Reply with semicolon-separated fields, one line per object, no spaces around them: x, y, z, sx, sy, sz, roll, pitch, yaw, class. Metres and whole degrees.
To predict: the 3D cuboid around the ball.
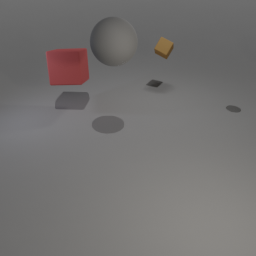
-0.417;-2.526;8.237;1.400;1.400;1.400;0;30;0;ball

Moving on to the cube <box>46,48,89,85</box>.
-2.557;-2.668;12.113;1.400;1.400;1.400;0;20;6;cube

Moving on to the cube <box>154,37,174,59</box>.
1.792;-3.963;13.915;0.700;0.700;0.700;31;1;10;cube
